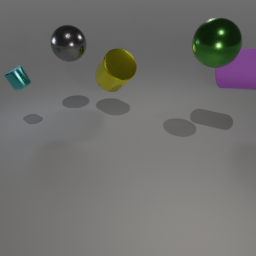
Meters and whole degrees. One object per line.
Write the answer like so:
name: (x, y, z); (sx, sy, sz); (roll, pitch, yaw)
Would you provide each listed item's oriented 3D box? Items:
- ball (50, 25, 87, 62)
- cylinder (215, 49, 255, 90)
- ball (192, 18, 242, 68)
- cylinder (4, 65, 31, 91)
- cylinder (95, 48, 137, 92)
ball: (-2.351, -3.340, 11.103); (1.400, 1.400, 1.400); (0, 30, 0)
cylinder: (4.020, -2.100, 10.008); (1.400, 1.400, 1.400); (9, 30, 33)
ball: (2.577, -2.463, 8.160); (1.400, 1.400, 1.400); (0, 30, 0)
cylinder: (-4.076, -1.841, 10.374); (0.700, 0.700, 0.700); (-22, 27, 12)
cylinder: (-0.534, -2.374, 11.703); (1.400, 1.400, 1.400); (-15, -6, -24)
